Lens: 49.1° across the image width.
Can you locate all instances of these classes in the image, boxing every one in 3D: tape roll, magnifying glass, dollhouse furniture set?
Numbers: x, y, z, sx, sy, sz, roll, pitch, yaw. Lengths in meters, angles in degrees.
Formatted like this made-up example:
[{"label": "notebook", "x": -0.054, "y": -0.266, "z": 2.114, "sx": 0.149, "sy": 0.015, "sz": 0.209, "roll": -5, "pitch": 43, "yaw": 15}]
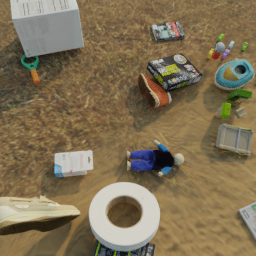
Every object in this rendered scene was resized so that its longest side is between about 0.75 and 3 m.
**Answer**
[{"label": "tape roll", "x": -0.108, "y": 2.790, "z": 9.092, "sx": 2.310, "sy": 0.422, "sz": 2.310, "roll": 1, "pitch": 42, "yaw": -1}, {"label": "magnifying glass", "x": -4.294, "y": -2.710, "z": 12.565, "sx": 0.757, "sy": 0.213, "sz": 1.903, "roll": -18, "pitch": 59, "yaw": -13}, {"label": "dollhouse furniture set", "x": 4.204, "y": -0.199, "z": 11.156, "sx": 1.295, "sy": 1.001, "sz": 2.592, "roll": 12, "pitch": 81, "yaw": -1}]

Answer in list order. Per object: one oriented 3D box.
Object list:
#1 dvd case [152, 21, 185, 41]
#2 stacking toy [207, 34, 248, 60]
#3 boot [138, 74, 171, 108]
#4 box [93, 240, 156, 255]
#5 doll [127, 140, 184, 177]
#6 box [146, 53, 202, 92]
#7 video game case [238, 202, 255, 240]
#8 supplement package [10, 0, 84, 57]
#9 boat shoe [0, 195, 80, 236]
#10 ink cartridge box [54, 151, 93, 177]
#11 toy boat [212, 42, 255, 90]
[{"label": "dvd case", "x": 1.974, "y": -4.781, "z": 13.818, "sx": 1.433, "sy": 0.158, "sz": 1.046, "roll": -9, "pitch": 61, "yaw": -6}, {"label": "stacking toy", "x": 4.663, "y": -3.656, "z": 13.046, "sx": 1.364, "sy": 0.425, "sz": 1.809, "roll": 28, "pitch": 64, "yaw": 14}, {"label": "boot", "x": 1.091, "y": -1.636, "z": 11.875, "sx": 0.979, "sy": 0.685, "sz": 1.826, "roll": -15, "pitch": 60, "yaw": -25}, {"label": "box", "x": -0.283, "y": 4.492, "z": 8.486, "sx": 1.850, "sy": 0.511, "sz": 2.309, "roll": 12, "pitch": 61, "yaw": 7}, {"label": "doll", "x": 1.020, "y": 1.122, "z": 10.349, "sx": 2.105, "sy": 0.510, "sz": 1.436, "roll": 0, "pitch": 60, "yaw": 0}, {"label": "box", "x": 2.007, "y": -2.430, "z": 12.089, "sx": 1.931, "sy": 0.427, "sz": 1.547, "roll": -21, "pitch": 63, "yaw": -28}, {"label": "video game case", "x": 4.479, "y": 3.102, "z": 9.478, "sx": 1.018, "sy": 0.123, "sz": 1.117, "roll": -20, "pitch": 62, "yaw": -11}, {"label": "supplement package", "x": -3.612, "y": -4.863, "z": 12.700, "sx": 2.699, "sy": 2.049, "sz": 2.034, "roll": -13, "pitch": 58, "yaw": -9}, {"label": "boat shoe", "x": -2.590, "y": 2.457, "z": 8.315, "sx": 1.076, "sy": 2.982, "sz": 0.969, "roll": -39, "pitch": 61, "yaw": 20}, {"label": "ink cartridge box", "x": -1.957, "y": 1.313, "z": 10.265, "sx": 1.376, "sy": 0.467, "sz": 0.792, "roll": -5, "pitch": 61, "yaw": -3}, {"label": "toy boat", "x": 4.307, "y": -2.649, "z": 11.997, "sx": 1.760, "sy": 0.973, "sz": 2.094, "roll": -29, "pitch": 76, "yaw": -6}]
